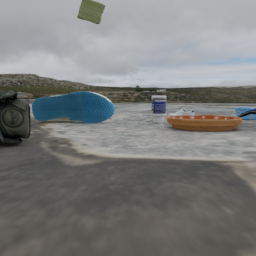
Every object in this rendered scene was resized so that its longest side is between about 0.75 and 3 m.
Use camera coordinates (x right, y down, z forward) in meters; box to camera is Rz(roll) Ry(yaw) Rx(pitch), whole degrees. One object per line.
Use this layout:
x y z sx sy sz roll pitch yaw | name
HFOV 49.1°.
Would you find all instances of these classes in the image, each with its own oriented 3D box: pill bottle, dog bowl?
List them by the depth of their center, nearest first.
1.071 -0.657 9.734 0.513 0.923 0.513 0 6 0 | pill bottle
5.256 -0.579 11.245 1.838 0.456 1.024 3 7 20 | dog bowl

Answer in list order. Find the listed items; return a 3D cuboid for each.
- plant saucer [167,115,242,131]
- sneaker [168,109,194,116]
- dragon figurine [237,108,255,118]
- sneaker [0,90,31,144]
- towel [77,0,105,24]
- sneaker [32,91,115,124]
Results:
2.126 -0.154 7.913 2.035 0.328 2.035 1 6 0 | plant saucer
2.161 -0.568 11.330 1.150 0.407 0.420 4 7 32 | sneaker
3.819 -0.337 7.003 2.954 0.869 1.469 8 10 44 | dragon figurine
-2.749 -0.194 4.665 1.617 1.079 2.823 -5 -1 20 | sneaker
-1.301 -4.113 9.852 1.012 0.751 0.185 24 13 21 | towel
-1.823 -0.757 9.857 2.902 1.110 1.172 3 9 14 | sneaker
